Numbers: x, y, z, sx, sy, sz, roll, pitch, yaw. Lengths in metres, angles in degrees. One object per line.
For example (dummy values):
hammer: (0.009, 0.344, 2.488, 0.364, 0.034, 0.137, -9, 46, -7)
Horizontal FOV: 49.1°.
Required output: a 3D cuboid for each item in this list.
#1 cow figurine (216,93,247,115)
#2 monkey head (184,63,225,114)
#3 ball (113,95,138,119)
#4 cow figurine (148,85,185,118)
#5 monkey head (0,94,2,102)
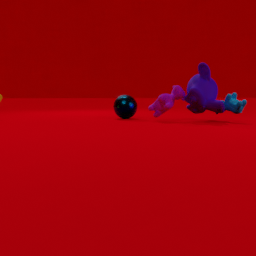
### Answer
cow figurine: (3.108, -0.645, 8.585, 0.486, 0.872, 0.886, -16, 46, -31)
monkey head: (2.459, -1.027, 8.645, 1.350, 1.131, 1.877, 19, -28, 34)
ball: (-0.089, -0.739, 9.787, 0.845, 0.845, 0.845, 0, 7, 0)
cow figurine: (1.281, -0.863, 8.887, 1.117, 0.613, 1.099, -42, -8, 40)
monkey head: (-4.067, -0.581, 8.227, 0.610, 0.728, 1.013, -28, 19, 28)
